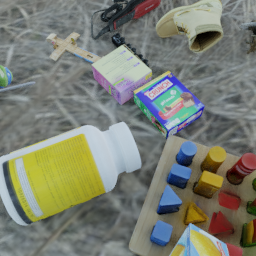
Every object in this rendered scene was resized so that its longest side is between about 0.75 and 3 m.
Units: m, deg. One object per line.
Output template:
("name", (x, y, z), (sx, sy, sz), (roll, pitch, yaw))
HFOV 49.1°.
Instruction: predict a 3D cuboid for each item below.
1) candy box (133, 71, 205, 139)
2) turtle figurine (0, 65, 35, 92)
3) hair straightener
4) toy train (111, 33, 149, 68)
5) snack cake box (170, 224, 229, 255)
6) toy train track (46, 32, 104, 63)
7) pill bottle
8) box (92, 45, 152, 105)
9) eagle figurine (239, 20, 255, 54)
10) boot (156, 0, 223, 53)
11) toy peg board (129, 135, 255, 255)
("candy box", (1.074, -0.659, 7.576), (1.266, 0.577, 1.497), (-33, 65, -15))
("turtle figurine", (-4.093, -1.360, 6.374), (2.842, 2.931, 2.109), (-24, 101, -30))
("hair straightener", (-0.216, -3.934, 9.488), (2.870, 0.587, 1.104), (-41, 68, -15))
("toy train", (0.040, -2.348, 8.676), (0.396, 0.295, 1.730), (-35, 66, -14))
("snack cake box", (0.897, 2.565, 3.993), (0.760, 2.262, 1.301), (30, 103, 6))
("toy train track", (-1.591, -2.484, 8.711), (2.274, 0.370, 1.304), (28, 65, 14))
("pill bottle", (-1.210, 0.871, 6.158), (2.811, 1.575, 1.575), (-20, 63, -10))
("box", (-0.175, -1.529, 8.023), (1.144, 0.629, 1.300), (-37, 66, -18))
("eagle figurine", (4.344, -3.081, 8.642), (1.369, 1.361, 1.804), (29, 76, 26))
("boot", (1.735, -2.840, 8.234), (2.089, 0.760, 1.624), (-11, 51, 27))
("toy peg board", (1.882, 1.578, 5.858), (2.920, 1.434, 2.933), (19, 62, 10))
